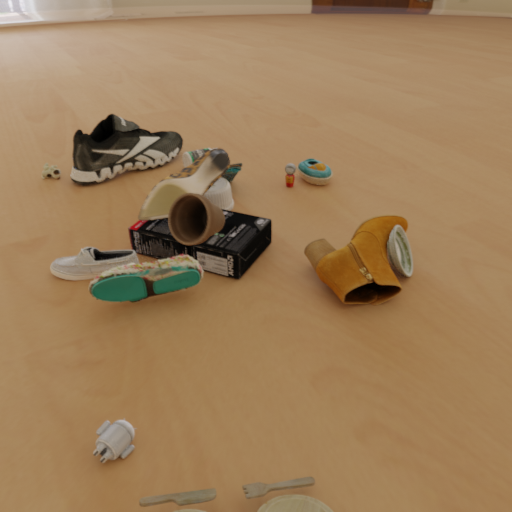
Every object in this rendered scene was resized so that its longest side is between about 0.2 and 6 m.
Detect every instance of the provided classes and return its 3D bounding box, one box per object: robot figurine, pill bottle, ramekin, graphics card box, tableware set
[{"bbox_3d":[-1.840,2.407,7.328,0.527,0.351,0.621,45,41,0],"label":"robot figurine"},{"bbox_3d":[-1.486,-2.681,15.570,1.009,0.571,0.571,-17,35,-28],"label":"pill bottle"},{"bbox_3d":[-1.148,-1.469,13.498,1.199,0.629,1.199,0,31,0],"label":"ramekin"},{"bbox_3d":[-1.137,-0.425,11.726,2.585,0.657,1.622,12,33,22],"label":"graphics card box"},{"bbox_3d":[-0.139,3.155,6.047,2.194,0.440,1.450,-2,19,-14],"label":"tableware set"}]

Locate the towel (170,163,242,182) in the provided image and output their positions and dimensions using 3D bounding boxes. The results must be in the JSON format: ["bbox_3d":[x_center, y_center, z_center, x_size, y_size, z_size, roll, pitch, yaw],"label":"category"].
[{"bbox_3d":[-1.343,-1.967,14.140,1.830,0.199,1.342,-12,-3,-15],"label":"towel"}]

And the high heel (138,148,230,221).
[{"bbox_3d":[-1.506,-1.487,12.010,2.281,0.815,1.626,-35,12,2],"label":"high heel"}]

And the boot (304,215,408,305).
[{"bbox_3d":[2.325,0.124,10.798,2.485,0.874,1.779,-17,40,-19],"label":"boot"}]

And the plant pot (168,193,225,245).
[{"bbox_3d":[-0.893,-0.586,9.122,0.833,0.833,0.726,19,11,28],"label":"plant pot"}]

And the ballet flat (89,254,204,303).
[{"bbox_3d":[-1.972,0.387,10.102,2.030,0.768,0.649,-6,36,-16],"label":"ballet flat"}]

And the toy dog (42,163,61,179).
[{"bbox_3d":[-5.491,-2.245,15.077,0.503,0.351,0.488,13,45,19],"label":"toy dog"}]

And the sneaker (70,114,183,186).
[{"bbox_3d":[-3.469,-3.142,15.323,3.546,1.604,1.178,-26,40,-36],"label":"sneaker"}]

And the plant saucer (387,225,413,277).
[{"bbox_3d":[2.779,-0.078,10.957,0.260,1.035,1.035,-13,23,30],"label":"plant saucer"}]

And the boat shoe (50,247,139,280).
[{"bbox_3d":[-3.154,0.109,10.902,1.747,0.599,0.629,4,31,7],"label":"boat shoe"}]

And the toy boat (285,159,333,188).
[{"bbox_3d":[1.347,-2.224,14.747,1.358,0.631,1.142,-17,36,-27],"label":"toy boat"}]
